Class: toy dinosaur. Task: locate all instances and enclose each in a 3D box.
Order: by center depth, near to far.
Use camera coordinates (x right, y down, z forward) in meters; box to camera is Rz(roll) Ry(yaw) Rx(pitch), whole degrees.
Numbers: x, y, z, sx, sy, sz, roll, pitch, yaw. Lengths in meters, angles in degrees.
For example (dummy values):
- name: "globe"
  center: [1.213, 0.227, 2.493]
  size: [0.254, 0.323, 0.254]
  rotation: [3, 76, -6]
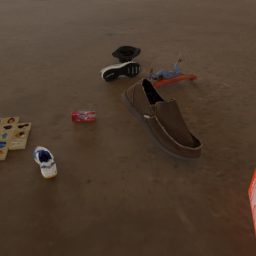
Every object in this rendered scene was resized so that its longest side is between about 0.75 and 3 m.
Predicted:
- name: "toy dinosaur"
  center: [1.857, -2.019, 11.760]
  size: [1.950, 1.128, 2.148]
  rotation: [16, 70, 4]

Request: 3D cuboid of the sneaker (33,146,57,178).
- name: "sneaker"
  center: [-2.170, 0.737, 7.319]
  size: [0.474, 0.555, 1.259]
  rotation: [-20, 37, -26]

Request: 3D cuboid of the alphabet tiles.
- name: "alphabet tiles"
  center: [-4.384, 0.317, 8.406]
  size: [2.708, 0.086, 2.253]
  rotation: [-5, 33, -7]

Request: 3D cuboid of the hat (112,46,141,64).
- name: "hat"
  center: [-0.052, -3.544, 13.954]
  size: [1.486, 0.600, 1.486]
  rotation: [-3, 38, 3]

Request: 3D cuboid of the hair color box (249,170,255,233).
- name: "hair color box"
  center: [3.220, 1.915, 5.238]
  size: [1.428, 0.823, 2.574]
  rotation: [8, 35, 11]

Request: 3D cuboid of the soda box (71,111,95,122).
- name: "soda box"
  center: [-1.486, -0.397, 9.362]
  size: [0.782, 0.248, 0.274]
  rotation: [-4, 33, -5]

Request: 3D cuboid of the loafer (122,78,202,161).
- name: "loafer"
  center: [0.963, -0.302, 7.625]
  size: [2.851, 1.012, 1.041]
  rotation: [45, 37, 18]

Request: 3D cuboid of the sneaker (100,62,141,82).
- name: "sneaker"
  center: [-0.329, -2.564, 12.356]
  size: [1.912, 0.707, 0.758]
  rotation: [-14, 31, -20]
